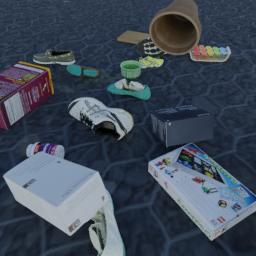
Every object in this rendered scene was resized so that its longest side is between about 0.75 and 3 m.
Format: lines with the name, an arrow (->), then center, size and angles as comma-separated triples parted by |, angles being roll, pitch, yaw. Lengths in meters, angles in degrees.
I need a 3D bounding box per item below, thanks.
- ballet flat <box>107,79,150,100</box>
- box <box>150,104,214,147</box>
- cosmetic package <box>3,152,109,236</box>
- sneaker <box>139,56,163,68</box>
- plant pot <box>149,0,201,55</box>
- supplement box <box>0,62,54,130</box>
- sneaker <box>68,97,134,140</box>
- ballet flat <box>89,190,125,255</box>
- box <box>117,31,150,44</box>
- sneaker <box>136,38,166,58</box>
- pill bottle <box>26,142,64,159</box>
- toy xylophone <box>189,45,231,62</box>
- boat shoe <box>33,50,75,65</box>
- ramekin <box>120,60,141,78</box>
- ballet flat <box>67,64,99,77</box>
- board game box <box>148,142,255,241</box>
ballet flat -> 0.030, -1.654, 11.284 | 1.880, 0.662, 0.633 | 15, 47, 19
box -> 1.669, -0.121, 8.902 | 1.563, 0.813, 1.423 | -9, 18, -11
cosmetic package -> -1.778, 1.419, 6.707 | 2.455, 0.909, 1.248 | 8, 35, 42
sneaker -> 1.120, -3.168, 13.360 | 1.267, 0.484, 0.478 | -12, 38, -17
plant pot -> 1.508, -3.132, 8.305 | 1.482, 1.482, 1.292 | 13, 56, 16
supplement box -> -4.235, -1.299, 10.427 | 1.507, 1.169, 2.730 | 16, 41, 19
sneaker -> -1.082, -0.312, 9.398 | 2.439, 0.922, 1.069 | 14, 41, 19
ballet flat -> -0.612, 2.133, 6.432 | 0.685, 0.685, 1.974 | -10, 42, -13
box -> 0.463, -5.233, 16.209 | 1.740, 0.185, 1.422 | 16, 41, 20
sneaker -> 1.608, -4.270, 14.593 | 2.742, 1.054, 1.215 | -12, 20, -18
pill bottle -> -2.459, 0.739, 8.343 | 1.015, 0.571, 0.571 | 7, 39, 9
toy xylophone -> 4.020, -3.870, 14.201 | 2.128, 0.535, 1.558 | -2, 38, -3
boat shoe -> -3.640, -3.512, 13.679 | 2.069, 0.618, 0.739 | 3, 38, 4
ramekin -> 0.132, -2.648, 12.709 | 0.957, 0.468, 0.957 | 0, 38, 0
ballet flat -> -2.010, -2.607, 12.714 | 1.498, 0.508, 0.542 | 8, 19, 10
board game box -> 1.926, 1.506, 7.466 | 1.620, 0.444, 2.566 | -21, 43, -24
